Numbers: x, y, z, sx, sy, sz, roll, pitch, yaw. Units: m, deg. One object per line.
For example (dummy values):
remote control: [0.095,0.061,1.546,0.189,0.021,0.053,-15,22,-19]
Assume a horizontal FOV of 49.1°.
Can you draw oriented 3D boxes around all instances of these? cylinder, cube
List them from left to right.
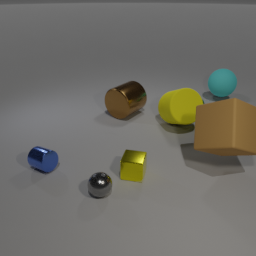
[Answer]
cylinder: [-2.721,0.988,8.974,0.700,0.700,0.700,12,29,33]
cylinder: [-0.095,-1.282,12.613,1.400,1.400,1.400,19,33,32]
cube: [0.179,1.168,8.697,0.700,0.700,0.700,6,28,12]
cylinder: [2.097,-0.856,11.350,1.400,1.400,1.400,-7,4,-13]
cube: [2.986,0.043,8.383,1.400,1.400,1.400,14,-13,-34]

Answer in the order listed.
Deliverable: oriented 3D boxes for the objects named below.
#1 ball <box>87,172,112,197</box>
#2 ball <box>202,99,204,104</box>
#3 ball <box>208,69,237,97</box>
ball: [-0.788,1.587,7.888,0.700,0.700,0.700,0,28,0]
ball: [3.198,-1.092,13.032,0.700,0.700,0.700,0,28,0]
ball: [4.750,-2.275,14.115,1.400,1.400,1.400,0,28,0]
